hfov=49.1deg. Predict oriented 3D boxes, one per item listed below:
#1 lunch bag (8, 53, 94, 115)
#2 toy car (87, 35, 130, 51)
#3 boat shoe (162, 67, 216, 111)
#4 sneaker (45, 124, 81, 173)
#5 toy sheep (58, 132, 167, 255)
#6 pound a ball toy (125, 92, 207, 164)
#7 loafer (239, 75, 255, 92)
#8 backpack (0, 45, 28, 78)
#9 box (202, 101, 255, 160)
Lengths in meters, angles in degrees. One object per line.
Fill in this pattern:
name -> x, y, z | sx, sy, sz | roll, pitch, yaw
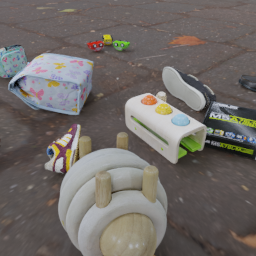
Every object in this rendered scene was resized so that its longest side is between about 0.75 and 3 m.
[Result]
lunch bag -> -2.248, -1.388, 8.499 | 2.089, 1.328, 1.771 | 11, 35, -1
toy car -> -0.768, -3.923, 13.225 | 1.784, 0.423, 1.896 | 14, 36, 20
boat shoe -> 1.875, -1.328, 8.844 | 0.662, 0.810, 2.194 | -16, 39, -23
sneaker -> -1.461, 0.386, 6.384 | 0.700, 0.582, 1.554 | 3, 32, -6
toy sheep -> -0.254, 1.069, 4.326 | 1.772, 1.772, 2.570 | -8, 23, -13
pound a ball toy -> 0.996, -0.315, 7.081 | 1.517, 0.988, 2.326 | -21, 39, -27
loafer -> 4.707, -1.538, 9.233 | 2.000, 0.723, 0.728 | 20, 39, 29
backpack -> -4.309, -2.400, 10.272 | 1.210, 1.074, 0.911 | -18, 33, -15
box -> 2.864, 0.033, 7.058 | 1.898, 0.451, 1.833 | 15, 37, 21
